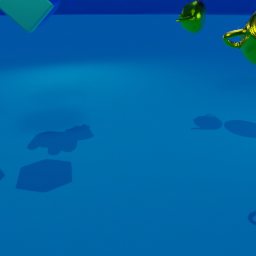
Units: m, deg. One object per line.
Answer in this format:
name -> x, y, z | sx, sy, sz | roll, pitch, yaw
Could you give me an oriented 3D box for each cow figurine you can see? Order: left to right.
cow figurine -> -2.130, -3.403, 7.385 | 0.946, 1.724, 1.697 | 41, 15, -14

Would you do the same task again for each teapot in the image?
teapot -> 1.845, -3.239, 8.179 | 0.729, 0.926, 1.489 | 14, 34, 24
teapot -> 2.337, -1.497, 4.352 | 1.642, 1.021, 0.804 | -5, -22, 21

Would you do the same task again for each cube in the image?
cube -> -2.081, -2.521, 5.769 | 0.759, 0.759, 0.759 | -46, 23, 7
